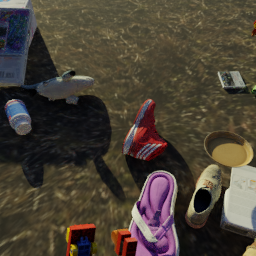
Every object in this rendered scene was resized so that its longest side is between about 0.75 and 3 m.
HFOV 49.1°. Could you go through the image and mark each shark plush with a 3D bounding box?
[{"bbox_3d":[-2.150,-1.159,8.487,2.212,1.005,0.921,-13,26,15],"label":"shark plush"}]

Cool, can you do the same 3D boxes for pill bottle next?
[{"bbox_3d":[-2.939,-0.284,7.544,0.544,0.544,0.970,-22,51,-19],"label":"pill bottle"}]

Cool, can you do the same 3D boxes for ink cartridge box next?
[{"bbox_3d":[2.968,1.643,5.961,1.755,0.382,1.523,15,50,13],"label":"ink cartridge box"},{"bbox_3d":[-4.186,-3.826,10.256,1.174,1.144,1.826,-1,49,-1],"label":"ink cartridge box"}]

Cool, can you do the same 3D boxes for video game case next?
[{"bbox_3d":[-4.640,-2.649,8.980,2.888,0.342,2.629,2,78,2],"label":"video game case"},{"bbox_3d":[3.301,-1.539,8.958,0.685,0.088,0.753,-1,50,-1],"label":"video game case"}]

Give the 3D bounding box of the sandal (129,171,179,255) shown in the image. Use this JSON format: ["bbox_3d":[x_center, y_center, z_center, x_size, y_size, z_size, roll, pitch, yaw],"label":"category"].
[{"bbox_3d":[0.491,1.758,5.560,1.002,0.605,2.462,-2,40,11],"label":"sandal"}]

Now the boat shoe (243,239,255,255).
[{"bbox_3d":[3.002,3.034,4.388,1.054,1.080,2.855,-31,47,-18],"label":"boat shoe"}]

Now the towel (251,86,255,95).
[{"bbox_3d":[5.287,-1.024,8.385,2.590,0.397,1.932,30,53,26],"label":"towel"}]

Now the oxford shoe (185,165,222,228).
[{"bbox_3d":[1.737,1.365,6.055,0.569,0.594,1.608,19,51,16],"label":"oxford shoe"}]

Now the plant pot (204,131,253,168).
[{"bbox_3d":[2.166,0.474,6.092,1.039,0.143,1.039,2,44,-2],"label":"plant pot"}]

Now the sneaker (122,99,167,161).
[{"bbox_3d":[0.608,0.108,7.239,1.014,0.688,1.756,23,64,8],"label":"sneaker"}]

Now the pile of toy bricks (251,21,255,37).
[{"bbox_3d":[4.980,-3.131,10.051,1.490,0.827,0.736,39,86,11],"label":"pile of toy bricks"}]

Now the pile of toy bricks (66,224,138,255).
[{"bbox_3d":[-0.664,2.419,4.357,1.286,2.318,1.145,5,8,-27],"label":"pile of toy bricks"}]
